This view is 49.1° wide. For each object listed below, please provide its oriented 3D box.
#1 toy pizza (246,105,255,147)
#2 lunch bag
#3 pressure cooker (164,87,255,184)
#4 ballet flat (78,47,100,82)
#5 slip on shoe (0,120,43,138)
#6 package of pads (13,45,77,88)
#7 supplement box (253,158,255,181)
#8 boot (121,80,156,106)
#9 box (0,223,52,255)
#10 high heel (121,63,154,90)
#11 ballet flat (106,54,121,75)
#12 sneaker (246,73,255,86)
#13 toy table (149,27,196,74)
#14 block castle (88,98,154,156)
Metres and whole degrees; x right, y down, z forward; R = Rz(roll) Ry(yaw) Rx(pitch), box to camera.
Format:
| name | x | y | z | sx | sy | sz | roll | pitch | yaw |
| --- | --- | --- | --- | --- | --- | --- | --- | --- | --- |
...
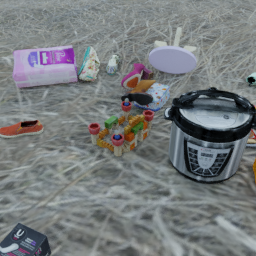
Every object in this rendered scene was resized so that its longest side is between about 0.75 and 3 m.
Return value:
| name | x | y | z | sx | sy | sz | roll | pitch | yaw |
| --- | --- | --- | --- | --- | --- | --- | --- | --- | --- |
| toy pizza | 4.337 | -0.314 | 10.575 | 2.826 | 0.448 | 2.826 | 0 | 37 | 0 |
| lunch bag | 1.010 | -1.383 | 11.917 | 1.284 | 0.605 | 1.602 | 15 | 39 | 24 |
| pressure cooker | 2.356 | 0.042 | 8.293 | 2.289 | 2.602 | 2.325 | -21 | 42 | -26 |
| ballet flat | -1.903 | -3.173 | 14.226 | 0.912 | 1.079 | 2.853 | 24 | 37 | -18 |
| slip on shoe | -3.915 | -0.009 | 10.142 | 1.609 | 0.492 | 0.596 | -7 | 39 | -7 |
| package of pads | -3.915 | -2.917 | 13.289 | 2.905 | 1.099 | 1.750 | -8 | 58 | -10 |
| supplement box | 5.101 | 1.549 | 7.524 | 2.942 | 1.082 | 1.854 | 8 | 37 | 11 |
| boot | 0.701 | -1.459 | 11.210 | 1.467 | 0.534 | 1.558 | -2 | 30 | 43 |
| box | -2.425 | 2.905 | 5.987 | 0.846 | 0.734 | 1.384 | 16 | 40 | 19 |
| high heel | 0.129 | -2.471 | 13.146 | 1.211 | 0.850 | 2.520 | 31 | 31 | 21 |
| ballet flat | -0.787 | -3.408 | 14.643 | 0.626 | 0.626 | 1.741 | 6 | 37 | 8 |
| sneaker | 6.303 | -2.116 | 12.866 | 0.974 | 0.608 | 1.651 | -24 | 33 | -37 |
| toy table | 2.289 | -3.762 | 14.066 | 2.315 | 2.128 | 1.356 | 17 | 53 | -6 |
| block castle | -0.184 | -0.114 | 9.831 | 1.455 | 1.022 | 2.178 | 25 | 43 | 29 |
